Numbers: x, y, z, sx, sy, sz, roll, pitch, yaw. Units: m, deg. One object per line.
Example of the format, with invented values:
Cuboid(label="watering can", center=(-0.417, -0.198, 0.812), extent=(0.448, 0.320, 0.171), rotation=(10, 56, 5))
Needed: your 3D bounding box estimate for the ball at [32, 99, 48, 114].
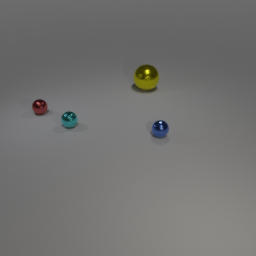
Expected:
Cuboid(label="ball", center=(-4.059, -0.983, 12.895), extent=(0.700, 0.700, 0.700), rotation=(0, 32, 0))

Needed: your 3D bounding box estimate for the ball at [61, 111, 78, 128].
Cuboid(label="ball", center=(-2.492, -0.365, 11.911), extent=(0.700, 0.700, 0.700), rotation=(0, 32, 0))

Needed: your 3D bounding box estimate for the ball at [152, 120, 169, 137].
Cuboid(label="ball", center=(1.301, 0.028, 11.263), extent=(0.700, 0.700, 0.700), rotation=(0, 32, 0))

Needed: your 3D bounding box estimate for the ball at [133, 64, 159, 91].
Cuboid(label="ball", center=(0.984, -2.713, 15.036), extent=(1.400, 1.400, 1.400), rotation=(0, 32, 0))
